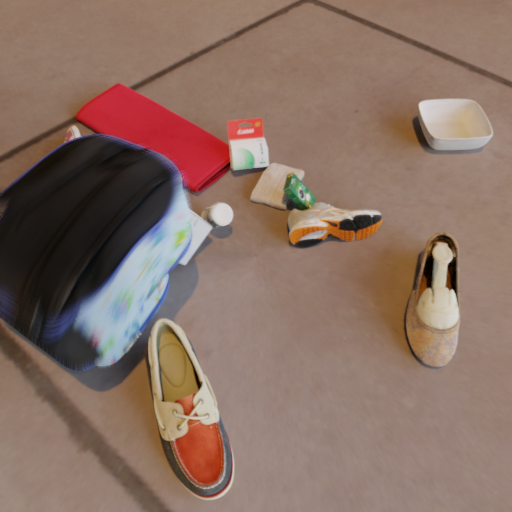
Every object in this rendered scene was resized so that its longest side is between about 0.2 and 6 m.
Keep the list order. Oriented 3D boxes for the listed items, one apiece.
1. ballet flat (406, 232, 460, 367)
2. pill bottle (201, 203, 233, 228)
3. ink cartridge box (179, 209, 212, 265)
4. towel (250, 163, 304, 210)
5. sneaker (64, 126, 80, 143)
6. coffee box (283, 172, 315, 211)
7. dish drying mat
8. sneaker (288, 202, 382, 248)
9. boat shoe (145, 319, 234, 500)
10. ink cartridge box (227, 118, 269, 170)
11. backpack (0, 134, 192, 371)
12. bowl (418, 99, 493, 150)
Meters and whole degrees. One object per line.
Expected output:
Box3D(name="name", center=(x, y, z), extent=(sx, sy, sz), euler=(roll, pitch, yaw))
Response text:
Box3D(name="ballet flat", center=(3.234, 0.644, 10.086), extent=(0.930, 0.919, 2.733), euler=(7, 51, 9))
Box3D(name="pill bottle", center=(-0.819, -0.805, 11.336), extent=(0.453, 0.801, 0.453), euler=(1, 89, -24))
Box3D(name="ink cartridge box", center=(-1.761, -0.636, 10.857), extent=(1.350, 0.977, 0.981), euler=(36, 91, 29))
Box3D(name="towel", center=(0.486, -1.560, 12.350), extent=(0.844, 0.220, 1.274), euler=(17, 53, 14))
Box3D(name="sneaker", center=(-4.366, -2.308, 12.739), extent=(0.945, 0.600, 1.657), euler=(-15, 52, -8))
Box3D(name="coffee box", center=(0.916, -1.295, 11.785), extent=(0.189, 0.858, 0.527), euler=(-21, 40, 36))
Box3D(name="dish drying mat", center=(-2.389, -2.863, 13.340), extent=(4.184, 0.381, 1.607), euler=(33, 59, 23))
Box3D(name="sneaker", center=(1.572, -0.795, 11.426), extent=(1.965, 0.744, 0.904), euler=(-7, 47, -7))
Box3D(name="boat shoe", center=(-1.096, 2.310, 8.744), extent=(1.019, 0.896, 2.864), euler=(-14, 53, -13))
Box3D(name="ink cartridge box", center=(-0.178, -2.488, 12.477), extent=(0.858, 1.066, 0.267), euler=(-10, 18, -18))
Box3D(name="backpack", center=(-2.722, -0.158, 9.023), extent=(3.047, 2.447, 3.330), euler=(27, 64, 22))
Box3D(name="bowl", center=(4.672, -3.069, 13.360), extent=(1.553, 0.580, 1.550), euler=(-3, 51, -1))
